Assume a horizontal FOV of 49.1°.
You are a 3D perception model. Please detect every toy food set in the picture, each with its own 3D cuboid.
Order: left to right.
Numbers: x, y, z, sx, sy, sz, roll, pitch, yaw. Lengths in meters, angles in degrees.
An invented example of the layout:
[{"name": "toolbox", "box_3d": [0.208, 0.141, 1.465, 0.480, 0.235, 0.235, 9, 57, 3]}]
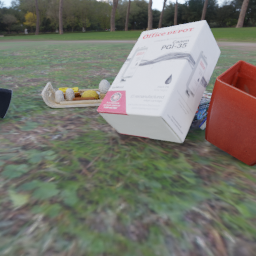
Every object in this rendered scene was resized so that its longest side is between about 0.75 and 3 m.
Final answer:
[{"name": "toy food set", "box_3d": [-1.777, -1.564, 11.184, 2.976, 0.899, 2.136, -3, 21, -8]}]

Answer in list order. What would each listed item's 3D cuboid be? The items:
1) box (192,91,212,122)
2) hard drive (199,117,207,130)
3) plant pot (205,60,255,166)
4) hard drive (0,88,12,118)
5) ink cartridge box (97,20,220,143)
[{"name": "box", "box_3d": [1.947, -1.049, 10.385, 1.936, 0.534, 2.835, -16, 26, -35]}, {"name": "hard drive", "box_3d": [2.573, -0.557, 8.121, 0.160, 1.260, 0.832, 39, 26, 13]}, {"name": "plant pot", "box_3d": [2.775, -0.262, 6.314, 1.811, 1.596, 1.809, 32, 39, 21]}, {"name": "hard drive", "box_3d": [-4.094, -0.780, 8.921, 0.214, 1.009, 0.681, 36, 18, 35]}, {"name": "ink cartridge box", "box_3d": [0.840, -1.247, 7.406, 2.152, 1.216, 2.937, 7, 62, 43]}]
